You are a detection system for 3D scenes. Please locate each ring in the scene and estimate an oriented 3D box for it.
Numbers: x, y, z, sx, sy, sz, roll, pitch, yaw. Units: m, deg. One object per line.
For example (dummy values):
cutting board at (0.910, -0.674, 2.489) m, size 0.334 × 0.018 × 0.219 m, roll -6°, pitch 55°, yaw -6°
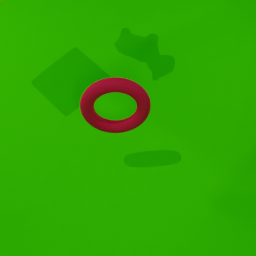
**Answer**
ring at (-0.240, -0.398, 5.397) m, size 1.366 × 1.366 × 0.273 m, roll -2°, pitch 47°, yaw -1°
